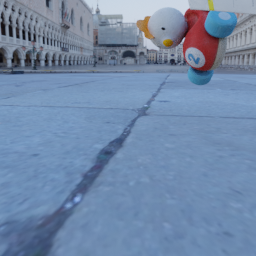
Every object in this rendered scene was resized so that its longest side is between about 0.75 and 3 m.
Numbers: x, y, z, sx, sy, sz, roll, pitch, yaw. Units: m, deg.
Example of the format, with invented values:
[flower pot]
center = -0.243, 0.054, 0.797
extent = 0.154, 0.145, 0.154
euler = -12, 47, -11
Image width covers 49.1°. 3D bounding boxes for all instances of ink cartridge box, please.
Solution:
[ink cartridge box]
center = 2.627, -3.234, 5.872
extent = 1.882, 1.081, 2.593
euler = -22, 30, -8

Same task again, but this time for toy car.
[toy car]
center = 1.685, -3.134, 9.435
extent = 2.860, 2.636, 2.529
euler = 3, 58, -2
